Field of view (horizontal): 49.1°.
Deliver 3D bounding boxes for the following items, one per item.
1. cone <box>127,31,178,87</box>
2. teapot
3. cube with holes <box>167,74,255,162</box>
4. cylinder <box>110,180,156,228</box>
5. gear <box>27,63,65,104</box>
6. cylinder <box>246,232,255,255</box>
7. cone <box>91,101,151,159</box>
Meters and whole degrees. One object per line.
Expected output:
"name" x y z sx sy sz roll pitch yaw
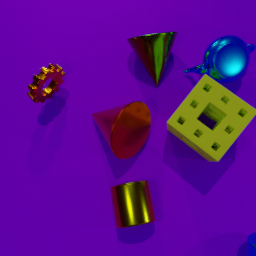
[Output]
"cone" 0.692 -1.718 7.256 1.300 1.300 1.305 -8 104 -2
"teapot" 2.385 -1.747 7.182 1.897 0.929 1.179 -22 111 2
"cube with holes" 1.816 -0.154 6.410 1.311 1.311 1.311 38 90 11
"cylinder" 0.105 1.686 6.228 0.893 0.893 0.893 -10 75 -3
"gear" -1.967 -1.067 6.785 0.194 1.050 1.050 39 78 10
"cylinder" 2.910 2.763 5.757 0.896 0.896 0.896 1 97 0
"cone" -0.413 -0.142 6.750 1.394 1.389 1.389 22 74 36
